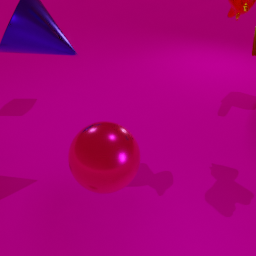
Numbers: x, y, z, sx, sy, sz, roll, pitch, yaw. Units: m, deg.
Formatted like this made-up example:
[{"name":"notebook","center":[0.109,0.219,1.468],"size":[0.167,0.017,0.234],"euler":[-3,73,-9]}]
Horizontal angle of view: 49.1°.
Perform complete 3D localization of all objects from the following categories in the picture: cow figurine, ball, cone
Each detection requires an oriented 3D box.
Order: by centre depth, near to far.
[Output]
[{"name":"ball","center":[-0.260,0.324,3.127],"size":[0.801,0.801,0.801],"euler":[0,34,0]},{"name":"cow figurine","center":[1.819,-2.752,5.189],"size":[1.345,1.323,0.738],"euler":[9,-9,-11]},{"name":"cone","center":[-1.510,-1.683,5.246],"size":[1.298,1.293,1.293],"euler":[26,25,-25]}]

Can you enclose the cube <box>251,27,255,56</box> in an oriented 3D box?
[{"name":"cube","center":[4.526,-2.720,8.874],"size":[0.886,0.886,0.886],"euler":[11,17,33]}]
